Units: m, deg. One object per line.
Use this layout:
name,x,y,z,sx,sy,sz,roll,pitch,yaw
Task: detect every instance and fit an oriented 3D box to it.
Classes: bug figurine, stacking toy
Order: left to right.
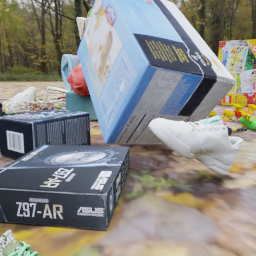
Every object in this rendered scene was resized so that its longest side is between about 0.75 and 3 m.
stacking toy,-1.540,-2.270,8.674,1.196,2.564,2.833,-11,18,-26
bug figurine,2.637,-0.315,7.615,2.171,0.559,1.684,3,17,-8

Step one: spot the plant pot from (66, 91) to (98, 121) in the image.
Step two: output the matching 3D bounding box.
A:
plant pot,-1.178,-0.651,8.658,1.222,0.864,0.864,7,13,12

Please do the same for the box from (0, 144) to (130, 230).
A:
box,-0.746,0.598,3.451,1.365,0.371,1.704,2,11,8

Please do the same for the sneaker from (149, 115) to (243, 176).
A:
sneaker,0.895,0.080,3.496,1.445,0.639,0.544,25,15,-34

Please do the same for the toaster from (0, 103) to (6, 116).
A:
toaster,-4.028,-0.428,8.024,0.700,0.616,1.083,-4,10,-6

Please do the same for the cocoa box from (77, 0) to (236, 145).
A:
cocoa box,0.276,-1.154,5.139,1.680,1.707,2.560,3,47,-29

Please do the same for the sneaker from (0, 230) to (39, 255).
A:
sneaker,-0.723,0.894,1.803,0.974,0.431,0.374,2,11,8

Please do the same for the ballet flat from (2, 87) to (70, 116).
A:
ballet flat,-2.847,-0.915,9.387,2.959,0.946,1.119,-2,16,-17

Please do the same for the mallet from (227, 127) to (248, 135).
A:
mallet,2.614,0.053,6.778,0.950,0.195,0.313,-1,10,-27

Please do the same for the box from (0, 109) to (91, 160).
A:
box,-1.476,0.096,5.108,0.986,0.711,1.328,7,13,33

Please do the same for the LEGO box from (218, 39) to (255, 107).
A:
LEGO box,5.020,-2.350,12.151,2.051,2.754,1.063,7,12,32
